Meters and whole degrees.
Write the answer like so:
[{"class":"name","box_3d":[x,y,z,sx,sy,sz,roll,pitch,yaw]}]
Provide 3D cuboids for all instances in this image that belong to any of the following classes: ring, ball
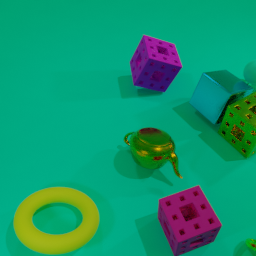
[{"class":"ring","box_3d":[-1.448,1.845,5.800,1.708,0.342,1.708,8,27,-4]},{"class":"ball","box_3d":[3.552,-1.531,7.695,0.714,0.714,0.714,0,48,0]}]

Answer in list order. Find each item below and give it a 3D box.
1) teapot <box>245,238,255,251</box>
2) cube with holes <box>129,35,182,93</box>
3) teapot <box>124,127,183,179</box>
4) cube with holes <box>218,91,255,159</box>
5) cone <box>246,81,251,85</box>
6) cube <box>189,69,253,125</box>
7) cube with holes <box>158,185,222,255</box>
[{"class":"teapot","box_3d":[3.169,2.426,5.108,2.040,0.999,1.268,7,82,42]},{"class":"cube with holes","box_3d":[0.822,-1.974,8.697,1.105,1.105,1.105,9,50,-22]},{"class":"teapot","box_3d":[0.613,0.582,6.885,1.837,0.900,1.142,28,34,30]},{"class":"cube with holes","box_3d":[3.256,-0.087,7.373,1.072,1.072,1.072,-26,55,-21]},{"class":"cone","box_3d":[3.964,-1.584,8.519,1.096,1.092,1.092,-35,55,-6]},{"class":"cube","box_3d":[2.609,-0.902,7.939,1.061,1.061,1.061,-14,48,-34]},{"class":"cube with holes","box_3d":[1.201,1.898,5.713,0.898,0.898,0.898,-17,51,-10]}]
